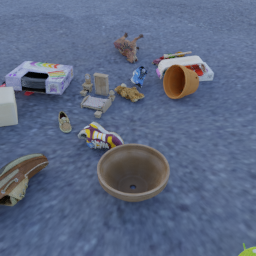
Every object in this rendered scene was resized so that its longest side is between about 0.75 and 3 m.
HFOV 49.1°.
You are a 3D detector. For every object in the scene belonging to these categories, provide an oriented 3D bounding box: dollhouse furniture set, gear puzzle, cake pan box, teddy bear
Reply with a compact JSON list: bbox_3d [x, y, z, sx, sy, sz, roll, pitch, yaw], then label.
[{"bbox_3d":[-1.430,-1.352,10.879,1.547,0.886,1.814,13,39,16],"label":"dollhouse furniture set"},{"bbox_3d":[2.243,-3.557,14.253,1.076,0.272,2.077,31,47,34],"label":"gear puzzle"},{"bbox_3d":[-3.609,-2.117,11.707,2.217,0.630,2.408,5,28,1],"label":"cake pan box"},{"bbox_3d":[0.059,-1.466,11.408,0.938,0.432,1.293,-18,41,-26],"label":"teddy bear"}]

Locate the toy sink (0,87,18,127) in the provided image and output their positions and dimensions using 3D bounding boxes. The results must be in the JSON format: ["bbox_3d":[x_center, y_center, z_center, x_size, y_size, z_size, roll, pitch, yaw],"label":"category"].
[{"bbox_3d":[-4.928,-0.676,9.899,1.817,1.018,1.185,-8,38,-19],"label":"toy sink"}]

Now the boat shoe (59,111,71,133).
[{"bbox_3d":[-2.259,-0.227,9.850,0.384,0.344,1.037,-16,40,-20],"label":"boat shoe"}]

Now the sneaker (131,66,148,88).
[{"bbox_3d":[0.501,-2.263,12.030,0.538,0.611,1.370,28,35,-20],"label":"sneaker"}]

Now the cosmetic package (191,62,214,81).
[{"bbox_3d":[2.956,-2.573,12.858,1.584,0.409,1.194,-4,39,-5],"label":"cosmetic package"}]

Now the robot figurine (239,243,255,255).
[{"bbox_3d":[2.732,2.971,5.079,1.619,1.068,1.845,-36,50,-27],"label":"robot figurine"}]

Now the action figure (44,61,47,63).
[{"bbox_3d":[-3.912,-2.932,13.322,0.863,0.440,0.513,1,48,-1],"label":"action figure"}]

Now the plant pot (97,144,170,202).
[{"bbox_3d":[0.141,1.322,7.411,1.855,0.856,1.855,0,37,0],"label":"plant pot"}]

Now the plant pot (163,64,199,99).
[{"bbox_3d":[2.210,-1.849,11.307,0.948,1.355,1.355,-2,34,-32],"label":"plant pot"}]

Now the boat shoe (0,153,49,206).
[{"bbox_3d":[-3.127,1.563,7.174,0.973,0.997,2.634,51,45,8],"label":"boat shoe"}]

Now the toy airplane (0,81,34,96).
[{"bbox_3d":[-4.524,-1.783,11.896,1.789,0.329,1.789,3,32,-2],"label":"toy airplane"}]

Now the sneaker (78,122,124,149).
[{"bbox_3d":[-0.841,0.440,8.837,0.774,0.644,1.718,-38,44,-28],"label":"sneaker"}]

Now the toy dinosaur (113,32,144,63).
[{"bbox_3d":[-0.191,-4.286,14.706,1.578,0.999,2.328,-36,45,-29],"label":"toy dinosaur"}]

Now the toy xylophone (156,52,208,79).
[{"bbox_3d":[2.381,-2.817,12.530,2.258,0.567,1.653,-2,37,6],"label":"toy xylophone"}]
